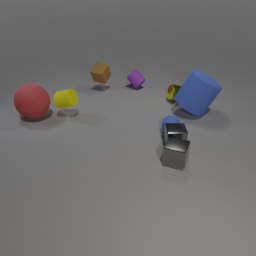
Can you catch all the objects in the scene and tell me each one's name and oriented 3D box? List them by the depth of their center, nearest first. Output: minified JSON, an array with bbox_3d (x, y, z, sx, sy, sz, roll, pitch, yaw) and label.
[{"bbox_3d":[1.528,0.804,8.855,0.700,0.700,0.700,11,32,19],"label":"cube"},{"bbox_3d":[1.649,0.293,9.746,0.700,0.700,0.700,0,30,-1],"label":"cube"},{"bbox_3d":[1.601,-0.115,10.452,0.700,0.700,0.700,0,30,0],"label":"ball"},{"bbox_3d":[-3.867,-1.082,11.326,1.400,1.400,1.400,0,30,0],"label":"ball"},{"bbox_3d":[-2.512,-1.177,11.340,0.700,0.700,0.700,-8,25,23],"label":"cylinder"},{"bbox_3d":[2.862,-1.447,11.487,1.400,1.400,1.400,24,28,-14],"label":"cylinder"},{"bbox_3d":[2.260,-1.618,12.866,0.700,0.700,0.700,5,27,-18],"label":"cylinder"},{"bbox_3d":[-1.330,-2.694,13.739,0.700,0.700,0.700,17,62,21],"label":"cube"},{"bbox_3d":[0.431,-2.507,14.317,0.700,0.700,0.700,50,44,4],"label":"cylinder"}]
